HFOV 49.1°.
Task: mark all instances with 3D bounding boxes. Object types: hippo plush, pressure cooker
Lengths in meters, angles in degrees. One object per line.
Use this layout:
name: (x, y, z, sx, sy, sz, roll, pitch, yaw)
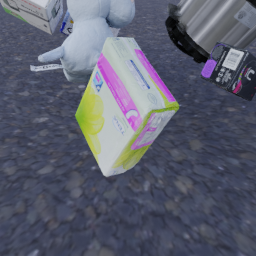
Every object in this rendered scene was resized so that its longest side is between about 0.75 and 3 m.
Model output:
hippo plush: (-0.993, -2.489, 7.297, 2.945, 2.368, 2.346, 1, 0, -28)
pressure cooker: (2.659, -3.255, 8.345, 2.526, 2.872, 2.565, 50, 44, 9)

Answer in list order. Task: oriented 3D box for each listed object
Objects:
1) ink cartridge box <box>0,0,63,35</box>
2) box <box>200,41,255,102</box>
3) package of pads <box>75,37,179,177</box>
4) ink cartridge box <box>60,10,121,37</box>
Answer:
ink cartridge box: (-2.785, -3.738, 7.962, 1.616, 0.933, 2.222, 25, -4, -10)
box: (2.639, -1.350, 6.875, 1.547, 0.946, 0.821, 9, 21, -46)
package of pads: (-0.113, -0.213, 4.079, 0.583, 1.710, 1.321, -12, 61, -34)
ink cartridge box: (-1.170, -3.731, 9.587, 1.784, 2.615, 0.998, 20, 11, -25)
